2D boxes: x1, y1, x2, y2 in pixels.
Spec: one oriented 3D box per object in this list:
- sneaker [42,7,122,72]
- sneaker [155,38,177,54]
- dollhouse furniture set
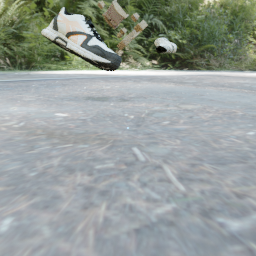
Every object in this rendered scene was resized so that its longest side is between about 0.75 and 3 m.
[{"bbox_3d":[-1.017,-2.080,6.422,2.361,0.944,0.870,34,4,25],"label":"sneaker"},{"bbox_3d":[0.976,-2.482,8.404,0.540,0.354,0.939,-13,34,-30],"label":"sneaker"},{"bbox_3d":[-0.192,-1.624,4.225,0.378,0.774,0.660,-47,14,-17],"label":"dollhouse furniture set"}]
